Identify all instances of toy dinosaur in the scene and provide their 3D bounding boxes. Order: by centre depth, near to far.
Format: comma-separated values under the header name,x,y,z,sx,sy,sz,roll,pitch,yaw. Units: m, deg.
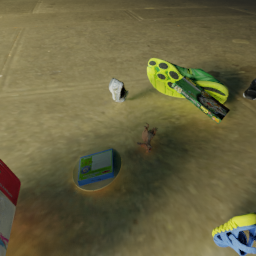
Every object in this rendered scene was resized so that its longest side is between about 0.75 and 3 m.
name,x,y,z,sx,sy,sz,roll,pitch,yaw
toy dinosaur,0.503,0.250,7.539,0.406,0.641,0.946,22,14,0

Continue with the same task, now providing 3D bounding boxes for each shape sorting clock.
name,x,y,z,sx,sy,sz,roll,pitch,yaw
shape sorting clock,-0.703,0.922,6.431,1.211,0.238,1.211,-14,39,12

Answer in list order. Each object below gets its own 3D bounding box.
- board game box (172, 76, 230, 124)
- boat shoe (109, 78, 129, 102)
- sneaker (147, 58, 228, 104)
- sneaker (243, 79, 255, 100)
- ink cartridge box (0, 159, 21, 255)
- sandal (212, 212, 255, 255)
name,x,y,z,sx,sy,sz,roll,pitch,yaw
board game box,2.248,-0.907,8.606,1.789,0.210,0.937,42,42,12
boat shoe,-0.235,-1.164,9.037,0.438,1.366,0.504,19,75,17
sneaker,2.017,-1.596,9.779,2.941,1.089,1.229,25,29,10
sneaker,4.444,-1.454,9.888,0.495,0.572,1.307,21,39,25
ink cartridge box,-2.897,1.780,3.905,2.105,1.221,2.852,-23,33,4
sandal,1.735,1.784,4.488,0.495,1.245,0.542,-8,59,-8
